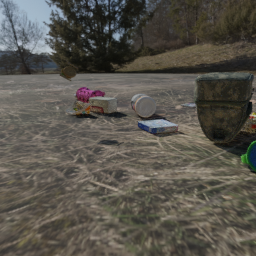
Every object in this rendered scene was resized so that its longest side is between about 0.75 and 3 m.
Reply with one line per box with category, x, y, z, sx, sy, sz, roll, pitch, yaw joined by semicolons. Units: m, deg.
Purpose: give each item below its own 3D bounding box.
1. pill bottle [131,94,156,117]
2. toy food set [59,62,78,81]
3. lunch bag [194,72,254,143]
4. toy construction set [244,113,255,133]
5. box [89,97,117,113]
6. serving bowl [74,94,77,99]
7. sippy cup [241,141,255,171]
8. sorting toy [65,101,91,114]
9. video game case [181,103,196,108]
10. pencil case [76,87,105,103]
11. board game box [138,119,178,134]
pill bottle;0.717;-1.180;14.045;1.030;1.030;1.771;-2;14;-9
toy food set;-2.597;-2.443;12.321;0.644;0.187;0.933;28;54;-11
lunch bag;3.498;-0.807;10.130;1.875;2.258;2.692;7;17;24
toy construction set;4.844;-0.373;11.259;1.181;0.830;1.802;22;18;-13
box;-1.333;-1.247;14.941;1.306;0.712;0.835;10;17;33
serving bowl;-3.272;-2.157;19.381;0.934;0.307;0.934;0;15;0
sippy cup;3.592;0.699;7.132;1.172;0.921;0.859;29;17;33
sorting toy;-2.570;-0.924;14.134;1.131;0.604;1.018;14;27;40
video game case;3.721;-1.349;16.604;0.908;0.108;0.826;-15;20;-42
pencil case;-2.355;-2.032;17.500;1.082;1.049;2.311;-45;35;-16
board game box;1.187;-0.074;11.226;1.189;0.259;1.195;-6;16;-24
